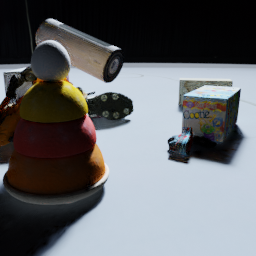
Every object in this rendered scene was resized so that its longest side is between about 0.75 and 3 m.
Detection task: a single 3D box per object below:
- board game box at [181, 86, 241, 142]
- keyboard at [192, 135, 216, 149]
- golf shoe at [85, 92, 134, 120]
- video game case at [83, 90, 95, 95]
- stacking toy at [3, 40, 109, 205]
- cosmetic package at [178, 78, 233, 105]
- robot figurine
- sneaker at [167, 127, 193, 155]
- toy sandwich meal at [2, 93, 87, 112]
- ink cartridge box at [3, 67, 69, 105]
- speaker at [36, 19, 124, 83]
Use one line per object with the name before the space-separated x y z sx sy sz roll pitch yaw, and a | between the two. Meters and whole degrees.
board game box | 2.531 -0.522 8.362 1.201 1.180 2.290 9 18 28
keyboard | 1.963 0.384 7.232 0.397 0.151 0.764 -33 30 -20
golf shoe | -1.060 -0.779 9.811 2.505 0.967 1.103 -3 9 -13
video game case | -2.663 -1.899 15.095 1.376 0.152 1.252 7 17 23
stacking toy | -1.215 -0.170 4.721 1.819 2.489 1.819 1 15 0
cosmetic package | 3.311 -1.572 12.178 2.187 1.132 0.799 2 17 10
robot figurine | -1.819 -0.343 5.475 1.446 1.994 0.581 28 18 -37
sneaker | 1.276 0.269 6.894 0.589 0.489 1.232 3 16 18
toy sandwich meal | -2.471 -0.608 7.860 2.746 0.940 2.746 -21 19 8
ink cartridge box | -3.215 -1.343 10.298 1.680 1.687 2.322 0 16 1
speaker | -1.193 -1.885 6.789 2.122 0.862 0.862 29 26 20
